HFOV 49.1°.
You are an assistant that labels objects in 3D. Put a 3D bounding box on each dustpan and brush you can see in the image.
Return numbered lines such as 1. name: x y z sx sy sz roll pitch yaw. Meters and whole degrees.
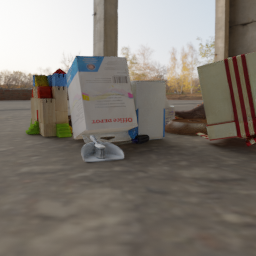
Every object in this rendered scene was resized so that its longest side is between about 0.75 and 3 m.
1. dustpan and brush: -0.639 0.393 5.914 0.840 0.345 1.204 -3 8 -20

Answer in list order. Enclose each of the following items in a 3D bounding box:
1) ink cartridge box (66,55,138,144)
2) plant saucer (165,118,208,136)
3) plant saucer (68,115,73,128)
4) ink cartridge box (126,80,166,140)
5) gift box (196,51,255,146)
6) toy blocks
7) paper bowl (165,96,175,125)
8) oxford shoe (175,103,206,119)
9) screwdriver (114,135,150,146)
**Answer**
1. ink cartridge box: -0.762 -0.645 7.647 1.429 2.223 1.392 -4 -10 -25
2. plant saucer: 2.258 -0.079 9.519 2.134 0.390 2.134 1 7 0
3. plant saucer: -1.474 -0.262 10.939 2.421 0.388 2.421 -1 7 0
4. ink cartridge box: 0.173 -0.616 8.648 0.957 1.644 2.274 -3 8 -24
5. gift box: 2.933 -0.689 7.434 2.324 2.170 2.144 -12 1 30
6. toy blocks: -2.643 -0.881 9.231 1.481 2.026 2.964 -4 8 -27
7. paper bowl: 0.796 -0.792 11.829 2.357 1.226 2.357 -1 7 0
8. oxford shoe: 3.165 -0.695 11.884 2.687 0.979 0.958 4 7 26
9. screwdriver: -0.004 0.322 6.831 0.242 0.232 1.664 40 27 32
